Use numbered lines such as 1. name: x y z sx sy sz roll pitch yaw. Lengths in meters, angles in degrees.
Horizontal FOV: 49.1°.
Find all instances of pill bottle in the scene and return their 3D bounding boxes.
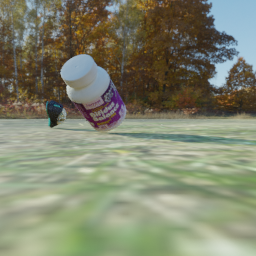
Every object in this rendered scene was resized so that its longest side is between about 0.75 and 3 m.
1. pill bottle: -0.650 -0.645 5.421 0.851 0.851 1.516 1 -32 23

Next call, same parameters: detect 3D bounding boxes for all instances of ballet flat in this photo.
1. ballet flat: -1.941 -0.325 7.633 0.541 0.541 1.482 -1 -17 -14
